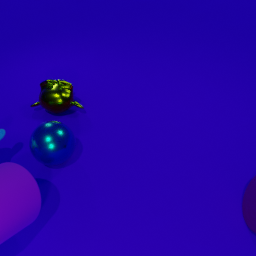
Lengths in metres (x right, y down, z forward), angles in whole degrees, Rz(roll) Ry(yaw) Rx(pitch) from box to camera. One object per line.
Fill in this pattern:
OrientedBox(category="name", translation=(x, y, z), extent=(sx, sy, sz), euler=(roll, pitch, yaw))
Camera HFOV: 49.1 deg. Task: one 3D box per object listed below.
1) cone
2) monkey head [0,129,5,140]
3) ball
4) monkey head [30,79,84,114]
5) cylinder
OrientedBox(category="cone", translation=(3.483, 1.739, 5.846), extent=(1.455, 1.450, 1.450), euler=(24, 40, -13))
OrientedBox(category="monkey head", translation=(-3.440, 0.635, 6.551), extent=(1.080, 0.905, 1.502), euler=(25, 79, 28))
OrientedBox(category="ball", translation=(-1.890, 0.386, 7.047), extent=(1.127, 1.127, 1.127), euler=(0, 41, 0))
OrientedBox(category="monkey head", translation=(-2.177, -0.993, 8.859), extent=(1.737, 1.046, 1.249), euler=(2, 7, 7))
OrientedBox(category="cylinder", translation=(-2.556, 1.454, 5.121), extent=(1.359, 1.359, 1.359), euler=(17, 15, 19))
